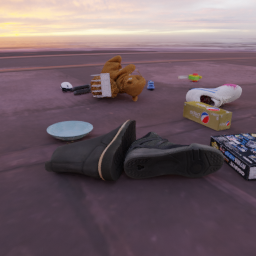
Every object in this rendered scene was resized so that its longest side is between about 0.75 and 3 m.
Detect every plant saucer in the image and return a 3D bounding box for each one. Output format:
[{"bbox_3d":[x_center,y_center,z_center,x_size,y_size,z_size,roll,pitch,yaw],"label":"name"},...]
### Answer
[{"bbox_3d":[-1.862,0.123,9.068,1.464,0.282,1.464,0,21,0],"label":"plant saucer"}]

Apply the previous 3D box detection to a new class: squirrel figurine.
[{"bbox_3d":[-0.479,-2.073,13.617,2.611,1.848,2.437,-27,41,-22],"label":"squirrel figurine"}]

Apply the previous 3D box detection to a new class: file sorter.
[{"bbox_3d":[-1.190,-1.828,12.083,0.611,0.981,0.681,-13,15,-32],"label":"file sorter"}]

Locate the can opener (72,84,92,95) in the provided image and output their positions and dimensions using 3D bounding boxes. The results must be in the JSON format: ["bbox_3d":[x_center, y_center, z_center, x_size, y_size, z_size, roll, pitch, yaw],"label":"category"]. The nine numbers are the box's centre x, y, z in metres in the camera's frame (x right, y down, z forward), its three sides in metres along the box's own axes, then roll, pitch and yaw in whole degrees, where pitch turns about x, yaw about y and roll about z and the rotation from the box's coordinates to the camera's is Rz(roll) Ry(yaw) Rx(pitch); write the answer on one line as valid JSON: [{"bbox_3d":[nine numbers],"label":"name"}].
[{"bbox_3d":[-2.275,-2.064,15.098,1.725,0.460,0.577,-18,-6,-39],"label":"can opener"}]

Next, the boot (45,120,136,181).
[{"bbox_3d":[-0.827,0.412,7.410,1.771,0.992,2.560,1,18,17],"label":"boot"}]

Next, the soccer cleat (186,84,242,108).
[{"bbox_3d":[3.888,-1.256,12.211,2.749,0.960,1.187,-7,37,-13],"label":"soccer cleat"}]

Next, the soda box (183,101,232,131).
[{"bbox_3d":[2.857,-0.495,10.296,0.633,0.599,1.870,-10,22,-27],"label":"soda box"}]

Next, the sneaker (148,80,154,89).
[{"bbox_3d":[1.289,-2.433,15.911,0.383,0.426,1.036,1,21,-4],"label":"sneaker"}]

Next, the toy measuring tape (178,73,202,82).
[{"bbox_3d":[4.013,-3.230,17.976,1.543,0.568,0.568,-1,20,-4],"label":"toy measuring tape"}]

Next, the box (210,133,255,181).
[{"bbox_3d":[3.249,0.664,7.337,1.492,0.432,1.877,-4,20,-11],"label":"box"}]

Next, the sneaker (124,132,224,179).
[{"bbox_3d":[1.079,0.587,6.882,2.328,0.890,1.334,-4,26,4],"label":"sneaker"}]

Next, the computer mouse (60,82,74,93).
[{"bbox_3d":[-3.434,-2.325,15.703,0.895,0.358,1.632,-11,23,-24],"label":"computer mouse"}]
